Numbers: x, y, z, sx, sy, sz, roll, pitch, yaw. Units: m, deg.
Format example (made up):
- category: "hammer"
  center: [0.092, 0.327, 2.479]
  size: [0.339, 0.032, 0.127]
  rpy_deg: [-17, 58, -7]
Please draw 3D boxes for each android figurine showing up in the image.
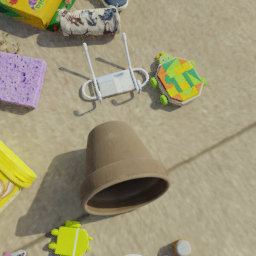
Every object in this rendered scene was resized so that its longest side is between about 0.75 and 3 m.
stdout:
- category: "android figurine"
  center: [-1.688, 3.360, 8.305]
  size: [1.250, 0.257, 1.137]
  rpy_deg: [5, 73, 2]

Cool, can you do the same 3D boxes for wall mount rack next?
- category: "wall mount rack"
  center: [-0.527, -1.972, 9.555]
  size: [2.401, 0.895, 2.086]
  rpy_deg: [-16, 74, -5]

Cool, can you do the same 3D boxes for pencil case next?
- category: "pencil case"
  center: [-1.397, -3.868, 10.093]
  size: [2.261, 0.880, 1.011]
  rpy_deg: [-3, 101, -1]

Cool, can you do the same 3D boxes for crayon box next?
- category: "crayon box"
  center: [-3.618, -4.935, 10.515]
  size: [2.943, 0.748, 1.868]
  rpy_deg: [22, 75, 6]

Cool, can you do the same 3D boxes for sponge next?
- category: "sponge"
  center: [-4.408, -1.776, 9.600]
  size: [2.960, 0.441, 1.651]
  rpy_deg: [12, 84, 3]

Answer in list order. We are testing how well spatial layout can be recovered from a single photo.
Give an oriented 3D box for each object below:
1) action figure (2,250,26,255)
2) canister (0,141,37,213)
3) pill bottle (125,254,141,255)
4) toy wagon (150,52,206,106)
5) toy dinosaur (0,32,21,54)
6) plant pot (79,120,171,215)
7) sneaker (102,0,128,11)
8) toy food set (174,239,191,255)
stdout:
- category: "action figure"
  center: [-3.234, 4.313, 7.219]
  size: [2.722, 2.027, 1.823]
  rpy_deg: [24, 81, -7]
- category: "canister"
  center: [-4.542, 1.848, 8.247]
  size: [2.179, 1.270, 2.933]
  rpy_deg: [40, 79, 11]
- category: "pill bottle"
  center: [0.134, 3.526, 5.889]
  size: [0.862, 0.862, 1.556]
  rpy_deg: [-5, 113, -2]
- category: "toy wagon"
  center: [1.622, -1.815, 9.751]
  size: [1.665, 0.424, 2.145]
  rpy_deg: [-26, 75, -8]
- category: "toy dinosaur"
  center: [-4.369, -2.691, 10.052]
  size: [1.001, 0.576, 1.979]
  rpy_deg: [-28, 87, 10]
- category: "plant pot"
  center: [-0.267, 1.009, 8.084]
  size: [2.499, 2.499, 2.179]
  rpy_deg: [-14, 57, -4]
- category: "sneaker"
  center: [-0.735, -5.785, 10.534]
  size: [1.052, 1.186, 2.807]
  rpy_deg: [-19, 75, -6]
- category: "toy food set"
  center: [1.589, 4.454, 7.487]
  size: [1.264, 1.191, 2.647]
  rpy_deg: [-10, 74, -3]
